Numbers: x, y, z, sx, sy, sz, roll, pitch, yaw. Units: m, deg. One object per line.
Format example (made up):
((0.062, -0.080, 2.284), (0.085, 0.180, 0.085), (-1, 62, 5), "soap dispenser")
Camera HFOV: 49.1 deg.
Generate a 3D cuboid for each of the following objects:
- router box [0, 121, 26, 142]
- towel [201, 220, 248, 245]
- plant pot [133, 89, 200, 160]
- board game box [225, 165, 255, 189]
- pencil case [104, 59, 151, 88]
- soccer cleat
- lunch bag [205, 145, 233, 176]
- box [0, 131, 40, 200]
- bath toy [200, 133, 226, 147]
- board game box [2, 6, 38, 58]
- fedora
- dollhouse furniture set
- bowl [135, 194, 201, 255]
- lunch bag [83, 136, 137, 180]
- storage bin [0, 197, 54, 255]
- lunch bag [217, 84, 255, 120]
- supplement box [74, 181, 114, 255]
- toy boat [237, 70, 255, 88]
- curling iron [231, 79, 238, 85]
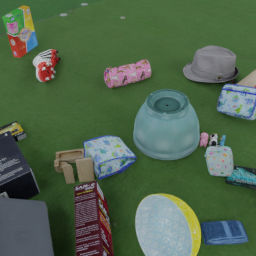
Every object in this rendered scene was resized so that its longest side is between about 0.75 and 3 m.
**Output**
((-4.766, 0.255, 11.156), (1.105, 0.289, 0.869), (-28, 53, -27), "router box")
((2.805, 3.046, 8.204), (1.238, 0.300, 0.691), (-3, 43, -3), "towel")
((1.462, -0.349, 10.643), (2.630, 1.762, 2.630), (-3, 42, 3), "plant pot")
((4.026, 1.688, 9.744), (1.202, 0.169, 0.813), (10, 45, 10), "board game box")
((0.000, -2.701, 13.841), (2.322, 1.005, 0.961), (-16, 22, -17), "pencil case")
((-4.387, -3.208, 14.450), (1.243, 1.001, 2.918), (-5, 40, 7), "soccer cleat")
((3.103, 1.109, 9.564), (0.876, 1.093, 0.421), (-2, 26, 31), "lunch bag")
((-4.487, 1.576, 9.055), (2.420, 1.260, 2.203), (-25, 49, -24), "box")
((3.027, 0.420, 10.852), (1.378, 0.509, 0.599), (7, 43, 9), "bath toy")
((-5.983, -5.396, 15.724), (0.462, 2.292, 1.754), (16, 46, 15), "board game box")
((4.295, -3.356, 14.234), (2.811, 1.269, 2.486), (5, 39, 5), "fedora")
((-1.922, 1.027, 9.747), (1.312, 1.124, 1.379), (-7, 44, -8), "dollhouse furniture set")
((1.257, 2.713, 7.600), (1.086, 2.019, 2.019), (-1, 36, -40), "bowl")
((-0.650, 0.944, 9.938), (1.526, 0.972, 1.298), (-19, 46, -27), "lunch bag")
((-3.062, 3.178, 7.111), (1.912, 2.072, 2.847), (10, 36, -31), "storage bin")
((4.632, -1.131, 11.673), (0.690, 1.344, 1.672), (14, 6, -44), "lunch bag")
((-0.921, 2.814, 7.658), (0.726, 1.298, 2.385), (-16, 45, 2), "supplement box")
((6.079, -1.763, 12.633), (2.646, 1.727, 1.729), (-31, 81, -28), "toy boat")
((5.249, -2.568, 14.251), (0.306, 0.158, 1.234), (-36, 39, 15), "curling iron")
